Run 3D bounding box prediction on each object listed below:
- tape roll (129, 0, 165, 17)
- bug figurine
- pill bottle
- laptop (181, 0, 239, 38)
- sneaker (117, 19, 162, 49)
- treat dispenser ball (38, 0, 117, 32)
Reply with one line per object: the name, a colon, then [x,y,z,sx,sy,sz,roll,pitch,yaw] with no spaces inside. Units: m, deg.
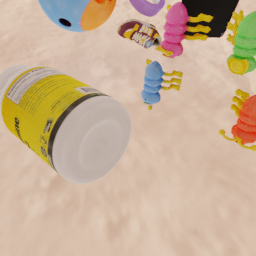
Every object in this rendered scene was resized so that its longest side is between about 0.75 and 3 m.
tape roll: [0.507,-3.568,7.630,1.026,0.336,1.026,12,64,-27]
bug figurine: [1.286,-0.942,4.896,2.933,2.274,0.755,26,40,32]
pill bottle: [-0.938,-0.175,3.572,1.859,1.045,1.045,29,53,36]
laptop: [2.471,-3.906,7.667,1.399,2.401,2.709,22,48,7]
sneaker: [0.366,-2.429,7.367,1.406,0.527,0.634,-12,67,-40]
treat dispenser ball: [-1.292,-3.550,7.211,2.076,2.076,2.076,0,47,0]
